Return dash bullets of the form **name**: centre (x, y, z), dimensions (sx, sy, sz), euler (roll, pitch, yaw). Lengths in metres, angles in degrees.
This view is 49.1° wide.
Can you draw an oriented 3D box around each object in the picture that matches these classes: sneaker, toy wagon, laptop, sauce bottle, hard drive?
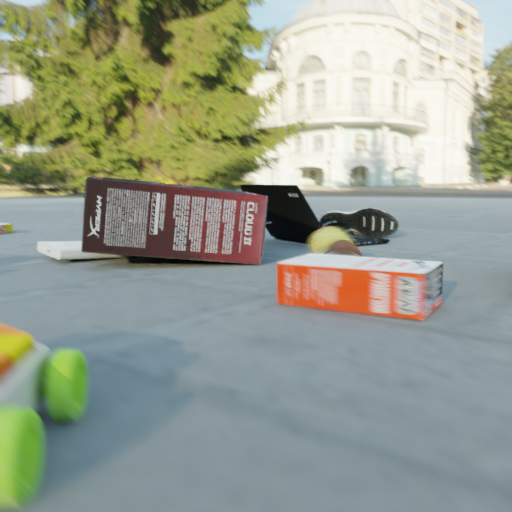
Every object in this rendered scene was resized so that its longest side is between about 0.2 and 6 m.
- **sneaker**: centre (2.501, -0.795, 13.451), dimensions (1.909, 0.706, 0.757), euler (5, 4, 33)
- **toy wagon**: centre (-1.828, 0.768, 2.367), dimensions (1.823, 0.465, 2.350), euler (-1, 7, -4)
- **laptop**: centre (1.219, -0.896, 11.941), dimensions (2.459, 1.270, 2.179), euler (-5, 9, -31)
- **sauce bottle**: centre (1.112, 0.014, 7.531), dimensions (0.559, 0.559, 1.693), euler (0, 14, -2)
- **hard drive**: centre (-2.854, -0.108, 9.584), dimensions (1.429, 0.188, 0.942), euler (-1, 10, -43)

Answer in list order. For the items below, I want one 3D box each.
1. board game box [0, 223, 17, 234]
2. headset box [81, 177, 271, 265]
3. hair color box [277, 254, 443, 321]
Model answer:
- **board game box**: centre (-7.004, -0.614, 13.596), dimensions (1.085, 0.341, 2.272), euler (3, 5, 17)
- **headset box**: centre (-1.298, -0.618, 9.406), dimensions (3.044, 1.176, 2.265), euler (3, 7, -15)
- **hair color box**: centre (1.087, 0.292, 5.906), dimensions (1.544, 0.494, 0.856), euler (3, 8, 31)
